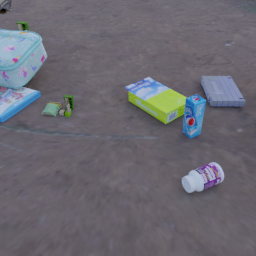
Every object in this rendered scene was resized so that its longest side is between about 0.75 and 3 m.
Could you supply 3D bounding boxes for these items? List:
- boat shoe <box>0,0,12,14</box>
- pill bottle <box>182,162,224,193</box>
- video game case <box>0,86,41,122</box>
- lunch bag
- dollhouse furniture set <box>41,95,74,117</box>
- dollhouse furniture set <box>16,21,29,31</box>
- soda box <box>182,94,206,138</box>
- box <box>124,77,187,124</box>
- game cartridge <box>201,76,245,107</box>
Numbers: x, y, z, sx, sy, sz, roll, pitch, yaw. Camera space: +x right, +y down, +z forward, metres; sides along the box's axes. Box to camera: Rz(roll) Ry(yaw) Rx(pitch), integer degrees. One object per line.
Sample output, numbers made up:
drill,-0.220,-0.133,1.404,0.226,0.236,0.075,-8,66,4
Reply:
boat shoe,-2.180,-2.103,4.762,0.337,0.331,0.904,4,43,37
pill bottle,1.494,1.012,5.635,0.782,0.439,0.439,-18,41,-21
video game case,-3.946,-0.911,8.308,2.163,0.193,1.548,17,40,21
lunch bag,-4.023,-2.338,8.885,2.530,0.975,2.029,13,54,14
dollhouse furniture set,-1.964,-0.631,7.764,0.813,0.408,0.532,7,38,8
dollhouse furniture set,-4.667,-3.663,11.392,0.960,0.742,1.922,10,39,13
soda box,1.582,-0.267,6.778,0.350,1.033,0.332,-21,42,-21
box,0.824,-0.834,8.016,1.056,0.413,1.732,-27,45,-30
game cartridge,2.835,-1.140,8.554,0.998,0.295,1.539,-3,38,3
